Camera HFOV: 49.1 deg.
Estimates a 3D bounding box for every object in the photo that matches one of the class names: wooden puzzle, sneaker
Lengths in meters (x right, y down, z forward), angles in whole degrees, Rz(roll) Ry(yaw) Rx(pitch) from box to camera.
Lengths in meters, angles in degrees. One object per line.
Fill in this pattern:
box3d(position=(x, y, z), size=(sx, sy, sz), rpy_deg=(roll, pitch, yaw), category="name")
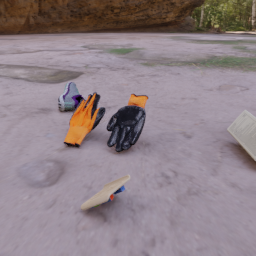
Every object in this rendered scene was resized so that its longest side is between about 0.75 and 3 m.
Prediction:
box3d(position=(-0.377, 1.215, 5.133), size=(0.757, 0.189, 0.817), rpy_deg=(-30, 3, 35), category="wooden puzzle")
box3d(position=(-2.043, -1.172, 10.723), size=(0.852, 0.724, 1.946), rpy_deg=(4, 33, 0), category="sneaker")

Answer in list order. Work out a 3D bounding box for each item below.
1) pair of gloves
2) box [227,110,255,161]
box3d(position=(-0.593, -0.219, 7.764), size=(2.178, 0.269, 1.940), rpy_deg=(7, 57, 18), category="pair of gloves")
box3d(position=(3.162, 0.254, 6.842), size=(0.622, 0.760, 1.600), rpy_deg=(31, 20, -17), category="box")
